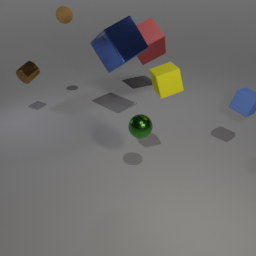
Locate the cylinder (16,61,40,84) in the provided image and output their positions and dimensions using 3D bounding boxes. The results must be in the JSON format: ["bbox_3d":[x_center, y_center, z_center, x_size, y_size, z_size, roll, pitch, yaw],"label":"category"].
[{"bbox_3d":[-4.206,-2.338,11.788,0.700,0.700,0.700,17,53,27],"label":"cylinder"}]

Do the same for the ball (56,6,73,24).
[{"bbox_3d":[-2.694,-4.778,11.845,0.700,0.700,0.700,0,29,0],"label":"ball"}]

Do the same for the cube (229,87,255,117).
[{"bbox_3d":[4.022,-0.889,9.533,0.700,0.700,0.700,-16,45,-44],"label":"cube"}]

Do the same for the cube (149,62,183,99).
[{"bbox_3d":[1.100,-1.391,8.095,0.700,0.700,0.700,-20,32,-3],"label":"cube"}]

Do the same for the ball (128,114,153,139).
[{"bbox_3d":[0.359,-0.045,8.051,0.700,0.700,0.700,0,29,0],"label":"ball"}]

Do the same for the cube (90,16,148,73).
[{"bbox_3d":[-0.351,-3.252,10.998,1.400,1.400,1.400,-39,13,-26],"label":"cube"}]

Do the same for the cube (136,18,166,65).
[{"bbox_3d":[0.961,-4.358,14.163,1.400,1.400,1.400,-28,67,-2],"label":"cube"}]
